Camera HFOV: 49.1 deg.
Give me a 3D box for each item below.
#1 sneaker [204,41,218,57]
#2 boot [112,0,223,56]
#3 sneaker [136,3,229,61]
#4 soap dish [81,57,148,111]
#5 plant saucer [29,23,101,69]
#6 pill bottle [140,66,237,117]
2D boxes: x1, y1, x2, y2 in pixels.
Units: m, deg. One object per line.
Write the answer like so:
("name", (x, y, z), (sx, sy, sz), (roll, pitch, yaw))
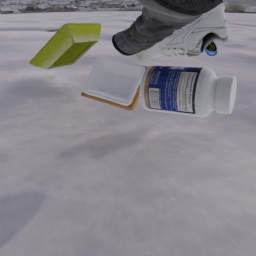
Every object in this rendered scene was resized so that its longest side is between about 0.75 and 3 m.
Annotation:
("sneaker", (2.921, -3.437, 10.843), (1.520, 0.597, 0.678), (45, 3, 10))
("boot", (0.373, -1.771, 4.604), (1.824, 0.967, 2.771), (-27, -1, 36))
("sneaker", (1.295, -2.199, 6.929), (2.412, 1.051, 0.899), (-21, -16, 23))
("soap dish", (-0.300, -1.141, 7.331), (1.577, 1.241, 0.641), (18, -12, 25))
("plant saucer", (-1.977, -2.690, 9.507), (2.081, 0.498, 2.078), (-32, 2, 32))
("pill bottle", (1.148, -0.705, 5.388), (1.675, 0.930, 0.930), (9, 29, 27))
